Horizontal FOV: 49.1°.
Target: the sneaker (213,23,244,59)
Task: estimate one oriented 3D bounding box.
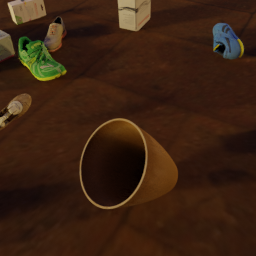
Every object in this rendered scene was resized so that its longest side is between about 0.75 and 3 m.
[{"bbox_3d":[3.215,-3.036,9.639,0.774,0.651,1.975,-9,47,-4],"label":"sneaker"}]

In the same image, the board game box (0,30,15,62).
[{"bbox_3d":[-5.311,-2.804,9.319,2.463,0.792,1.817,32,53,26],"label":"board game box"}]

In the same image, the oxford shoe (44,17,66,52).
[{"bbox_3d":[-2.656,-3.304,9.880,0.633,0.661,1.789,2,46,2],"label":"oxford shoe"}]

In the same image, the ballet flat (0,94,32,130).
[{"bbox_3d":[-2.628,-0.316,6.249,1.153,0.406,0.376,-42,14,7],"label":"ballet flat"}]

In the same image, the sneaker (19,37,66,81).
[{"bbox_3d":[-2.761,-2.143,8.586,2.167,0.905,0.802,34,54,28],"label":"sneaker"}]

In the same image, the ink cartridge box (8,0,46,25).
[{"bbox_3d":[-4.012,-4.749,11.212,1.294,0.758,0.436,-29,53,-25],"label":"ink cartridge box"}]

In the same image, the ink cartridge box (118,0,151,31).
[{"bbox_3d":[0.262,-4.842,10.534,0.781,1.867,1.354,19,49,20],"label":"ink cartridge box"}]

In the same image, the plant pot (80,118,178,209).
[{"bbox_3d":[0.217,0.770,5.212,1.616,1.506,1.506,22,26,-46],"label":"plant pot"}]
